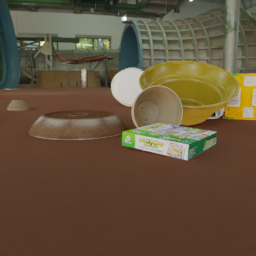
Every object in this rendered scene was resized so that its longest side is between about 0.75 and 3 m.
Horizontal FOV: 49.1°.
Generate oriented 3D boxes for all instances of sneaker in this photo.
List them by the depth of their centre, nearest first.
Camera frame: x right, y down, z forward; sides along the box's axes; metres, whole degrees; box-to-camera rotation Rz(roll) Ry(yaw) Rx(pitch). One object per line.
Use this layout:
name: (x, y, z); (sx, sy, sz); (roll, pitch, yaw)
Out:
sneaker: (2.398, -0.658, 9.932); (1.932, 0.694, 0.700); (3, 18, 36)

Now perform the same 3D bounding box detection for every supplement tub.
supplement tub: (0.146, -2.108, 14.501); (1.931, 1.931, 2.664); (-1, 9, -7)

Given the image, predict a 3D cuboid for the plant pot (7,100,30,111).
plant pot: (-5.030, -1.067, 12.874); (0.983, 0.454, 0.983); (0, 11, 0)

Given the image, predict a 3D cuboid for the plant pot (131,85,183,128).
plant pot: (0.613, -0.395, 6.926); (1.236, 1.236, 0.830); (-2, 3, -14)

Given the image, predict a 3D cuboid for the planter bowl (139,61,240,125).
planter bowl: (1.778, -0.921, 8.551); (2.890, 1.204, 2.890); (-2, 36, 1)

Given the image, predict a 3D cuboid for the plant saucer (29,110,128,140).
plant saucer: (-1.319, -0.162, 7.612); (2.632, 0.482, 2.632); (-1, 10, 0)

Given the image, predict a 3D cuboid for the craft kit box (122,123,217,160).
craft kit box: (0.872, 0.218, 5.728); (1.435, 0.352, 1.453); (7, 12, 35)

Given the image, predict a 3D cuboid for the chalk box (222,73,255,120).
chalk box: (4.429, -1.256, 10.580); (1.593, 1.601, 2.574); (3, 12, 18)
